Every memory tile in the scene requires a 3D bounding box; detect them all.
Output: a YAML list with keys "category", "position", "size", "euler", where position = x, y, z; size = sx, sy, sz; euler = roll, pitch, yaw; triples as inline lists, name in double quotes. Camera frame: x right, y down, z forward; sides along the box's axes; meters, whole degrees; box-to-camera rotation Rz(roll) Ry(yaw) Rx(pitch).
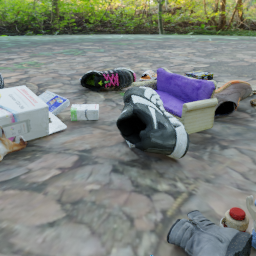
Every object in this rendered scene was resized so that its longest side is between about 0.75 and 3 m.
- category: "memory tile"
  position: [4.543, -1.676, 12.003]
  size: [2.402, 0.202, 1.841]
  euler: [-19, 29, -40]

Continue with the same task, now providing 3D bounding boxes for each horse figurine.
- category: "horse figurine"
  position: [-2.922, 0.447, 6.196]
  size: [0.315, 0.835, 1.260]
  euler: [-16, 27, 41]

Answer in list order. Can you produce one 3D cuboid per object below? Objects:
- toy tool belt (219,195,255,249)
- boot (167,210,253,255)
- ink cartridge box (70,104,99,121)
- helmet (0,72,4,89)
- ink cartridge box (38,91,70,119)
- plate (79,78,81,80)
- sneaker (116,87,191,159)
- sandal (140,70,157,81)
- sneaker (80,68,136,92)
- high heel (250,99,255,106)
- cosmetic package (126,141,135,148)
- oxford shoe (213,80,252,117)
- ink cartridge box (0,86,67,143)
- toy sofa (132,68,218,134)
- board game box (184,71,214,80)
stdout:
- category: "toy tool belt"
  position: [2.060, 1.271, 3.781]
  size: [0.955, 0.940, 1.530]
  euler: [-19, 29, -38]
- category: "boot"
  position: [0.883, 1.636, 3.631]
  size: [0.977, 0.518, 1.485]
  euler: [14, 16, 40]
- category: "ink cartridge box"
  position: [-1.357, -0.502, 8.893]
  size: [0.859, 0.361, 0.625]
  euler: [-1, 22, -4]
- category: "helmet"
  position: [-4.982, -1.400, 9.325]
  size: [1.700, 1.700, 1.620]
  euler: [20, 25, 40]
- category: "ink cartridge box"
  position: [-2.712, -0.691, 9.172]
  size: [1.175, 0.279, 1.189]
  euler: [24, 55, 32]
- category: "plate"
  position: [-1.446, -2.399, 13.702]
  size: [1.540, 0.250, 1.544]
  euler: [3, 22, 6]
- category: "sneaker"
  position: [0.260, -0.322, 6.976]
  size: [1.348, 0.990, 2.979]
  euler: [4, 30, -25]
- category: "sandal"
  position: [1.113, -2.704, 14.148]
  size: [0.632, 0.472, 1.649]
  euler: [13, 25, 28]
- category: "sneaker"
  position: [-0.929, -1.999, 11.889]
  size: [2.526, 0.932, 1.105]
  euler: [3, 23, 18]
- category: "high heel"
  position: [4.869, -0.977, 10.045]
  size: [0.924, 0.330, 0.659]
  euler: [-9, 11, 24]
- category: "cosmetic package"
  position: [0.397, 0.226, 7.301]
  size: [0.904, 0.234, 0.682]
  euler: [-6, 26, -14]
- category: "oxford shoe"
  position: [3.340, -0.863, 9.342]
  size: [2.704, 0.964, 0.986]
  euler: [-20, 46, -27]
- category: "ink cartridge box"
  position: [-3.205, -0.338, 7.427]
  size: [2.793, 0.943, 1.627]
  euler: [-17, 38, -37]
- category: "toy sofa"
  position: [1.311, -0.960, 8.687]
  size: [1.183, 1.394, 2.856]
  euler: [-12, 26, -28]
- category: "board game box"
  position: [3.582, -2.623, 14.166]
  size: [1.128, 0.320, 0.932]
  euler: [-13, 24, -29]
